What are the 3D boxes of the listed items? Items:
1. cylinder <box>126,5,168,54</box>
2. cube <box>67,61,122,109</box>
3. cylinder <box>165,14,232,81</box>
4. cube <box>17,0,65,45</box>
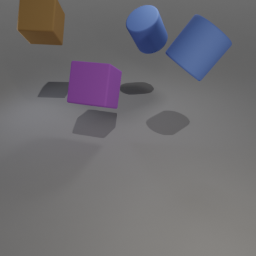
[{"bbox_3d":[0.807,-4.082,11.700,1.400,1.400,1.400,-10,62,20],"label":"cylinder"},{"bbox_3d":[-1.132,-1.467,9.784,1.400,1.400,1.400,8,3,14],"label":"cube"},{"bbox_3d":[2.086,-2.375,8.378,1.400,1.400,1.400,35,18,-13],"label":"cylinder"},{"bbox_3d":[-3.410,-4.244,11.155,1.400,1.400,1.400,3,-5,2],"label":"cube"}]
